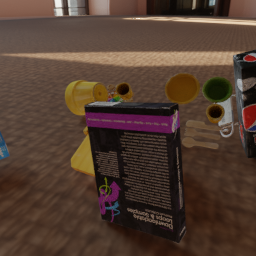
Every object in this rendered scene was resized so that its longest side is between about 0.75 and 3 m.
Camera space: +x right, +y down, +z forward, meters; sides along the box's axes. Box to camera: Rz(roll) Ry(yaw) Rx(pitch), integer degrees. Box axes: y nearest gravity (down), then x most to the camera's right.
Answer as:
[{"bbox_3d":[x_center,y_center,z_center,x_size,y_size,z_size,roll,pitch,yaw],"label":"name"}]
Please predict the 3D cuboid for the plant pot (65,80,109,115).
[{"bbox_3d":[-1.104,-0.903,7.962,0.947,1.006,1.006,-6,18,38],"label":"plant pot"}]

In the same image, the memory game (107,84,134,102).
[{"bbox_3d":[-0.472,-0.980,8.934,1.367,0.087,1.367,-4,47,5],"label":"memory game"}]

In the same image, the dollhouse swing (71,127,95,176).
[{"bbox_3d":[-0.206,0.508,5.664,1.395,1.226,1.267,9,-17,40],"label":"dollhouse swing"}]

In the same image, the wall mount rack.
[{"bbox_3d":[2.696,-0.410,6.973,0.480,1.288,1.119,9,-18,-32],"label":"wall mount rack"}]

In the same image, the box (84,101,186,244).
[{"bbox_3d":[0.103,0.586,3.989,1.366,1.911,0.345,5,18,34],"label":"box"}]

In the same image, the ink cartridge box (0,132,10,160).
[{"bbox_3d":[-3.189,0.371,5.772,1.152,0.486,0.841,-23,60,-26],"label":"ink cartridge box"}]

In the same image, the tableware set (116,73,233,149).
[{"bbox_3d":[1.007,-0.602,6.919,2.844,1.916,0.436,10,-16,20],"label":"tableware set"}]

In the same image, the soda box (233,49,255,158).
[{"bbox_3d":[2.678,-0.450,5.798,0.698,2.206,0.780,-11,32,14],"label":"soda box"}]
